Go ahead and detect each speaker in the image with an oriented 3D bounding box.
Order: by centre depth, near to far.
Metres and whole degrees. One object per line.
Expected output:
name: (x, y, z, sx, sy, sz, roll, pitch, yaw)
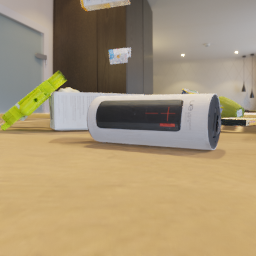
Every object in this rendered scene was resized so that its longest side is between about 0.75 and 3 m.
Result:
speaker: (0.473, -0.146, 5.373, 2.456, 0.997, 0.997, 3, 5, 30)

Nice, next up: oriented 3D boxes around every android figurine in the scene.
android figurine: (-3.200, -0.914, 9.496, 2.681, 0.551, 2.440, -42, 15, -5)

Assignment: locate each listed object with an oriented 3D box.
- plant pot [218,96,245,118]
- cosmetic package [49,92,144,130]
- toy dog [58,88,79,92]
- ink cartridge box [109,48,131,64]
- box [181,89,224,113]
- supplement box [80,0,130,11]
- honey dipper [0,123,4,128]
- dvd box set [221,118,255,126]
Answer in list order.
plant pot: (5.981, -1.018, 16.489, 1.469, 1.469, 1.570, -2, 16, -28)
cosmetic package: (-1.088, -0.559, 9.589, 2.994, 1.215, 1.690, -2, 3, -22)
toy dog: (-2.385, -0.813, 12.902, 2.303, 1.657, 2.375, 38, -8, -15)
ink cartridge box: (-0.350, -3.361, 13.070, 1.044, 0.354, 0.601, -9, -33, -5)
box: (3.085, -0.968, 12.290, 0.800, 0.872, 2.490, 9, 20, -17)
supplement box: (-0.704, -4.122, 8.782, 1.514, 0.557, 0.954, -8, 15, 1)
honey dipper: (-4.841, -0.057, 9.413, 0.337, 0.337, 1.776, 2, 0, 22)
dvd box set: (4.898, -0.293, 12.532, 1.451, 0.292, 1.983, 3, 5, 40)
